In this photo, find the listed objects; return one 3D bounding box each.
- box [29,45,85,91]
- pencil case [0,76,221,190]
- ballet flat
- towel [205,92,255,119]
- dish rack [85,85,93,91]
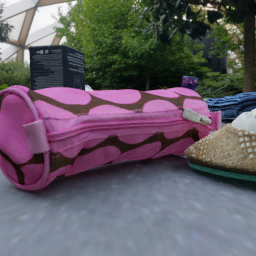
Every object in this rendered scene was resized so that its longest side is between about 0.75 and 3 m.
[{"bbox_3d":[-2.276,-1.463,9.386,1.239,2.314,1.717,0,7,11],"label":"box"},{"bbox_3d":[-0.102,-0.012,3.124,2.461,1.117,1.153,-9,14,-39],"label":"pencil case"},{"bbox_3d":[1.823,0.110,2.391,2.970,0.969,1.047,7,9,43],"label":"ballet flat"},{"bbox_3d":[3.447,-0.634,8.269,1.606,0.698,2.877,-1,1,-2],"label":"towel"},{"bbox_3d":[-2.098,-1.492,13.267,2.082,0.528,2.425,-7,33,-42],"label":"dish rack"}]
